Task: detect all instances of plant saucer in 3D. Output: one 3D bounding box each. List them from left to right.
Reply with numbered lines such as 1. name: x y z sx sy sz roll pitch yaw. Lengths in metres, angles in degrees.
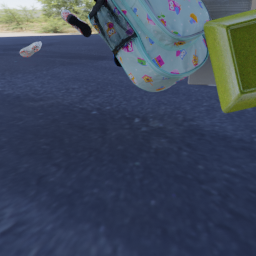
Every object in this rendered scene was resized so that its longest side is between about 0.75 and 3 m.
1. plant saucer: 2.648 -1.427 5.444 1.932 1.935 0.463 -13 0 6

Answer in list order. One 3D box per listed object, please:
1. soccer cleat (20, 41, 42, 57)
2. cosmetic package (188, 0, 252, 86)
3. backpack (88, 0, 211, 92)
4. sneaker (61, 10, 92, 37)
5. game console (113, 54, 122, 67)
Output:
1. soccer cleat: -3.474 -2.822 10.063 1.000 0.347 0.388 -11 42 30
2. cosmetic package: 2.703 -2.827 8.394 1.598 2.992 1.349 7 26 13
3. backpack: 0.744 -2.332 6.774 2.363 2.688 2.061 -32 8 -35
4. sneaker: -1.955 -3.985 10.614 0.712 0.443 1.328 44 12 30
5. game console: 0.625 -2.885 8.255 1.945 2.279 1.348 1 4 5
